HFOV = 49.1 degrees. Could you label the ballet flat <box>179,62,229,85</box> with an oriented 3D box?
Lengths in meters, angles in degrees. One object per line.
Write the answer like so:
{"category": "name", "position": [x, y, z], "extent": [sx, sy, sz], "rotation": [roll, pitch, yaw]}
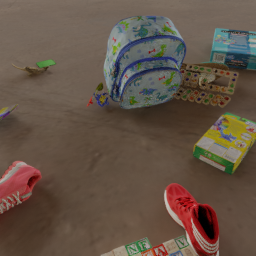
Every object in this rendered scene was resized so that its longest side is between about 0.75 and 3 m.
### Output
{"category": "ballet flat", "position": [2.532, -2.064, 10.754], "extent": [2.489, 0.844, 0.900], "rotation": [9, 59, 12]}

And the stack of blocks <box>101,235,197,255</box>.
{"category": "stack of blocks", "position": [0.415, 2.529, 5.069], "extent": [1.609, 0.471, 0.927], "rotation": [-14, 40, -17]}

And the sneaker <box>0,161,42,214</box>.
{"category": "sneaker", "position": [-2.631, 1.461, 6.269], "extent": [0.798, 0.678, 1.840], "rotation": [12, 40, 14]}

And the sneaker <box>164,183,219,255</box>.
{"category": "sneaker", "position": [1.344, 1.625, 5.713], "extent": [0.743, 1.096, 1.897], "rotation": [-13, 40, -16]}

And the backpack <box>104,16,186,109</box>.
{"category": "backpack", "position": [0.597, -2.011, 9.000], "extent": [2.501, 2.733, 2.008], "rotation": [-10, 58, -15]}

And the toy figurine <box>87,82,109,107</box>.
{"category": "toy figurine", "position": [-0.932, -1.013, 9.715], "extent": [0.630, 0.555, 1.052], "rotation": [31, 49, -12]}

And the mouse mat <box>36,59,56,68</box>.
{"category": "mouse mat", "position": [-3.585, -2.820, 12.240], "extent": [0.756, 0.028, 0.608], "rotation": [-20, 43, -25]}

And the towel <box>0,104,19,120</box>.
{"category": "towel", "position": [-4.027, -0.406, 8.797], "extent": [0.795, 0.126, 1.107], "rotation": [-9, 27, 28]}

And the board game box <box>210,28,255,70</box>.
{"category": "board game box", "position": [4.964, -3.648, 12.747], "extent": [2.187, 0.680, 2.896], "rotation": [11, 39, 14]}

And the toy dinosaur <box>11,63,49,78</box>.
{"category": "toy dinosaur", "position": [-4.011, -2.351, 11.442], "extent": [1.524, 0.444, 0.771], "rotation": [1, 22, -11]}

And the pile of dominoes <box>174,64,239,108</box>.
{"category": "pile of dominoes", "position": [2.752, -1.578, 9.897], "extent": [2.018, 0.321, 1.573], "rotation": [14, 66, 17]}

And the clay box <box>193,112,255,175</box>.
{"category": "clay box", "position": [2.823, 0.337, 7.851], "extent": [1.148, 0.476, 1.998], "rotation": [27, 46, 30]}
